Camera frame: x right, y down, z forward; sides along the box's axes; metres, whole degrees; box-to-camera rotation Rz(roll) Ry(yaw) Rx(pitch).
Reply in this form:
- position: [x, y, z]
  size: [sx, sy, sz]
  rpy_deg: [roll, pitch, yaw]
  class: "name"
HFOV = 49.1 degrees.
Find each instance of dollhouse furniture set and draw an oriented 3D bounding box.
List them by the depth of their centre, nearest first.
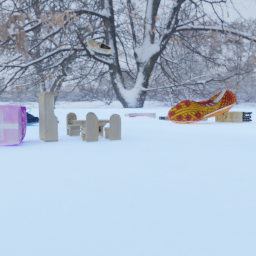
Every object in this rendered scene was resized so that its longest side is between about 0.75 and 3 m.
- position: [-1.152, -0.274, 6.361]
  size: [1.598, 1.040, 1.468]
  rpy_deg: [-3, 6, -28]
  class: "dollhouse furniture set"

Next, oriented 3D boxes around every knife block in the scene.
- position: [4.586, -0.490, 12.109]
  size: [1.465, 0.469, 1.286]
  rpy_deg: [2, 4, 24]
  class: "knife block"

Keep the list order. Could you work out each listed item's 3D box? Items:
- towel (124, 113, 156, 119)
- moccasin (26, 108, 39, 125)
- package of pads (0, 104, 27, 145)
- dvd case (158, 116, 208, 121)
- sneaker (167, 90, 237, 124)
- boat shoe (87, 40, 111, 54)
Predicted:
- position: [0.638, -0.684, 15.569]
  size: [1.523, 0.311, 2.081]
  rpy_deg: [-1, 3, -8]
  class: "towel"
- position: [-4.087, -0.432, 10.432]
  size: [1.864, 0.636, 0.750]
  rpy_deg: [3, 6, 27]
  class: "moccasin"
- position: [-3.079, -0.070, 5.414]
  size: [2.094, 0.792, 1.262]
  rpy_deg: [-1, 5, -13]
  class: "package of pads"
- position: [2.538, -0.443, 13.068]
  size: [1.399, 0.211, 1.916]
  rpy_deg: [-3, 7, -30]
  class: "dvd case"
- position: [2.988, -0.648, 11.344]
  size: [2.897, 1.057, 1.117]
  rpy_deg: [-12, -25, -7]
  class: "sneaker"
- position: [-1.041, -3.028, 10.243]
  size: [0.948, 0.338, 0.306]
  rpy_deg: [20, -15, -3]
  class: "boat shoe"
